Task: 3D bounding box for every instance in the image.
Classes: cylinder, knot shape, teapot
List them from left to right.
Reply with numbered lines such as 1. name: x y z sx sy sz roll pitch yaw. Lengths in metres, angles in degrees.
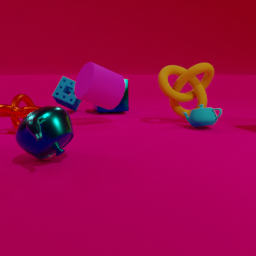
1. knot shape: -2.986 -0.377 8.107 1.407 0.695 1.503 33 25 20
2. teapot: -1.572 0.143 5.488 1.148 0.904 1.846 -37 -11 -4
3. cylinder: -0.940 -1.375 9.291 1.241 1.241 1.241 18 0 -35
4. knot shape: 1.991 -1.204 9.414 1.971 1.844 0.911 -8 16 -6
5. teapot: 2.257 -0.382 8.654 1.373 0.672 0.853 -9 -4 45

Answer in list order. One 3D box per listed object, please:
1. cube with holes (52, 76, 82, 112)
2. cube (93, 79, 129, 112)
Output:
1. cube with holes: -2.435 -1.405 11.664 0.935 0.935 0.935 24 -13 3
2. cube: -0.744 -1.355 11.746 1.299 1.299 1.299 -3 7 -14
